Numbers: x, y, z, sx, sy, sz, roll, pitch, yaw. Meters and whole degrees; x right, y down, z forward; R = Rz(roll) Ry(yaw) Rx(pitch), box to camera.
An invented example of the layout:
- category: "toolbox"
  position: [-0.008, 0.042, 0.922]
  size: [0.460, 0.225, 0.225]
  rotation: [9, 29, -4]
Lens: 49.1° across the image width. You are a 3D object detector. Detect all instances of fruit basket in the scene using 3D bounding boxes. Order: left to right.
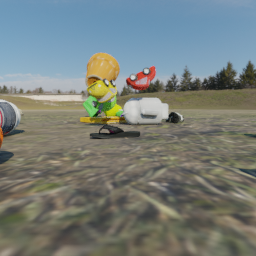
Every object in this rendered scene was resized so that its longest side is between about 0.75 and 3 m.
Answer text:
- category: "fruit basket"
  position: [-1.537, -1.191, 17.816]
  size: [2.358, 1.701, 2.358]
  rotation: [43, 6, -6]

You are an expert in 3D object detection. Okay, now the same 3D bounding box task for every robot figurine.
- category: "robot figurine"
  position: [0.655, -0.681, 11.500]
  size: [1.965, 1.110, 1.666]
  rotation: [-2, 3, -17]

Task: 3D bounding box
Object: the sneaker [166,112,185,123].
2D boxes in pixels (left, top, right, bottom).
- category: "sneaker"
  position: [2.323, -0.494, 12.866]
  size: [0.783, 0.513, 1.360]
  rotation: [-3, 3, -16]

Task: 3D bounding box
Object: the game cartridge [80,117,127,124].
- category: "game cartridge"
  position: [-1.120, -0.402, 13.141]
  size: [1.599, 0.294, 1.814]
  rotation: [-4, 7, -40]

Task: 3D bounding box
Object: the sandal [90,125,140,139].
- category: "sandal"
  position: [-0.337, 0.074, 7.162]
  size: [1.384, 0.331, 0.520]
  rotation: [-3, 5, -28]

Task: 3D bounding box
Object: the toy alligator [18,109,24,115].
- category: "toy alligator"
  position: [-5.440, -0.547, 12.378]
  size: [0.809, 0.884, 2.983]
  rotation: [-49, 31, -22]

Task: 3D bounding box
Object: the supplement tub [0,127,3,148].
- category: "supplement tub"
  position: [-2.098, 0.169, 3.230]
  size: [0.802, 0.802, 1.309]
  rotation: [1, 5, 7]

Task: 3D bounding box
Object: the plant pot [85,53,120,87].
- category: "plant pot"
  position: [-1.130, -2.135, 11.302]
  size: [1.350, 1.350, 1.236]
  rotation: [1, 43, 17]

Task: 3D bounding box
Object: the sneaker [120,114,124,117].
- category: "sneaker"
  position: [0.018, -0.734, 14.889]
  size: [1.096, 0.697, 1.922]
  rotation: [-5, 6, -20]

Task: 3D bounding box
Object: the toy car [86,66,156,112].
- category: "toy car"
  position: [-0.518, -1.229, 10.647]
  size: [2.952, 0.658, 2.778]
  rotation: [-22, -6, -33]

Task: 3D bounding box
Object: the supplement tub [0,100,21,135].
- category: "supplement tub"
  position: [-3.476, -0.256, 7.222]
  size: [0.969, 0.969, 1.381]
  rotation: [0, 5, 3]
